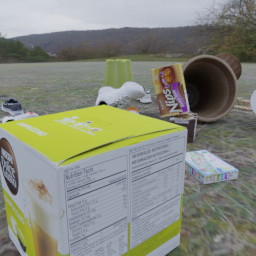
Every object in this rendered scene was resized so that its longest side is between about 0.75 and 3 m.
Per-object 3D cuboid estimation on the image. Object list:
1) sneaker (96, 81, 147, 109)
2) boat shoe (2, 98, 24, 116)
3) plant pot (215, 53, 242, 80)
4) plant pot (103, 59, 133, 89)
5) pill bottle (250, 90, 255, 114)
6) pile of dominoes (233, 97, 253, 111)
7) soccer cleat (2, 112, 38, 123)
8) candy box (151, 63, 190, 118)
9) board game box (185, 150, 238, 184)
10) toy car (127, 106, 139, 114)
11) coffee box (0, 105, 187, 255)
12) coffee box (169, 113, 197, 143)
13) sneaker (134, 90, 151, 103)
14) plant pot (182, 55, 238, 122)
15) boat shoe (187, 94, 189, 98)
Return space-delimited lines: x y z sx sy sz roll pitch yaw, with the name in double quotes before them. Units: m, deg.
"sneaker" -0.299 -1.187 11.276 2.332 0.869 1.016 -9 48 34
"boat shoe" -5.067 -1.019 12.206 0.673 0.636 1.877 -11 20 -33
"plant pot" 5.981 -3.520 18.499 2.243 2.243 2.400 13 34 36
"plant pot" -0.542 -2.982 16.389 2.192 2.015 2.192 0 16 0
"pill bottle" 5.370 -0.919 9.876 2.607 1.448 1.448 -5 15 -44
"pile of dominoes" 5.997 -1.089 12.960 2.182 0.347 1.701 15 22 42
"soccer cleat" -3.895 -0.268 10.169 1.271 0.436 0.541 -6 28 -14
"candy box" 1.367 -1.196 8.982 0.925 1.585 0.448 -8 10 21
"board game box" 1.796 0.879 6.583 0.867 0.221 1.290 -6 17 -17
"toy car" 0.069 -0.264 9.142 0.839 0.949 0.875 6 17 20
"coffee box" -0.526 0.813 3.907 1.884 1.863 1.881 -14 22 -39
"coffee box" 1.773 -0.052 9.061 0.830 0.586 1.468 4 17 14
"sneaker" 0.708 -1.774 14.682 0.642 0.697 1.742 -10 18 -26
"plant pot" 2.767 -1.419 11.277 2.478 2.478 2.161 -3 -2 -10
"boat shoe" 3.028 -1.893 14.640 0.715 0.917 2.021 9 19 28
